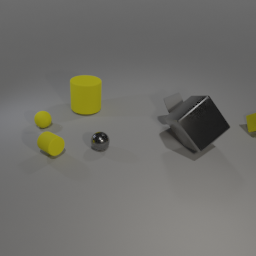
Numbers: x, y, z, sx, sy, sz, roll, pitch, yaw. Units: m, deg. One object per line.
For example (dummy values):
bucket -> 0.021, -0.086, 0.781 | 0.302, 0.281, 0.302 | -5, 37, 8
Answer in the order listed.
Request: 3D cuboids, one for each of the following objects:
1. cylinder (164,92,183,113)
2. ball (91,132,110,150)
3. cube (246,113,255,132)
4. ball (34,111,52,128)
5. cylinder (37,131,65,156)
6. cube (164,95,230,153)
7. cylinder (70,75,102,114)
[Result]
cylinder -> 1.888, -1.006, 11.368 | 0.700, 0.700, 0.700 | -21, 30, 12
ball -> -1.025, 0.480, 10.349 | 0.700, 0.700, 0.700 | 0, 32, 0
cube -> 5.235, -0.232, 11.106 | 0.700, 0.700, 0.700 | -4, -7, -12
ball -> -3.554, -0.366, 11.706 | 0.700, 0.700, 0.700 | 0, 32, 0
cylinder -> -2.742, 0.549, 9.964 | 0.700, 0.700, 0.700 | 21, 37, 35
cube -> 2.399, -0.188, 9.910 | 1.400, 1.400, 1.400 | -39, 12, -5
cylinder -> -1.922, -1.536, 12.829 | 1.400, 1.400, 1.400 | 3, 29, -2
